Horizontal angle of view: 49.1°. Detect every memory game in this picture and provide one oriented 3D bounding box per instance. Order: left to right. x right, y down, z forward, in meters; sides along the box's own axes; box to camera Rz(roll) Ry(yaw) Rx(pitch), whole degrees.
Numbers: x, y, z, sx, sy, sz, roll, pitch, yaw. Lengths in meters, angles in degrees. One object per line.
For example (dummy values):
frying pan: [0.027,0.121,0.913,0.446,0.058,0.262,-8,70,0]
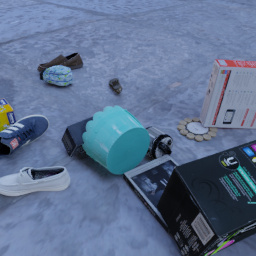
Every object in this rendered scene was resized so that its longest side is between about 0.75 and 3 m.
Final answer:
memory game: [2.576,0.025,10.438,1.488,0.095,1.488,0,35,0]

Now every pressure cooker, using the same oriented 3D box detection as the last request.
pressure cooker: [0.949,0.508,9.043,0.899,0.914,1.023,-17,35,-37]

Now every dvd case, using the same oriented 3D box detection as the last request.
dvd case: [1.127,1.728,7.918,1.664,0.274,2.214,-20,40,-25]

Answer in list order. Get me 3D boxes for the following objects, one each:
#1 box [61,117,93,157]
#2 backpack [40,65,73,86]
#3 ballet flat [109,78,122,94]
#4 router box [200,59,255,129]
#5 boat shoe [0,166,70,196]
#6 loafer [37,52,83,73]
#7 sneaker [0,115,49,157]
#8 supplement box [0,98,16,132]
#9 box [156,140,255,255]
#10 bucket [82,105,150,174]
box: [-1.418,0.261,9.065,1.159,1.140,0.718,-24,79,-30]
backpack: [-3.262,-2.477,13.283,1.417,1.089,1.156,34,36,19]
ballet flat: [-0.545,-1.952,12.986,0.533,0.367,1.583,-29,29,-1]
router box: [3.926,-1.127,9.967,2.192,2.443,0.597,3,36,-4]
boat shoe: [-2.730,1.431,7.949,2.093,0.717,0.754,0,36,1]
loafer: [-3.561,-3.457,14.621,2.470,0.877,0.902,-22,41,-28]
sneaker: [-3.654,0.367,9.155,2.453,0.920,1.037,-30,26,-22]
supplement box: [-5.034,-0.133,9.841,1.934,1.052,1.059,-24,42,-29]
box: [2.295,1.625,6.384,2.599,1.930,1.616,-15,53,-21]
bucket: [-0.316,0.402,8.471,1.893,1.893,1.232,-24,43,-30]
